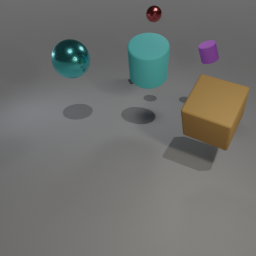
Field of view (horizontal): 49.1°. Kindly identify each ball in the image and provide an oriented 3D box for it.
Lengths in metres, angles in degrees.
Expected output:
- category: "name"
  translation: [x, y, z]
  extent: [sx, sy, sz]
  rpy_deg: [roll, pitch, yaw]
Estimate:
- category: "ball"
  translation: [1.153, -5.067, 12.446]
  extent: [0.700, 0.700, 0.700]
  rpy_deg: [0, 31, 0]
- category: "ball"
  translation: [-2.077, -2.508, 10.209]
  extent: [1.400, 1.400, 1.400]
  rpy_deg: [0, 31, 0]

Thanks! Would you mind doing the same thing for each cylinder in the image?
- category: "cylinder"
  translation: [0.717, -2.348, 9.855]
  extent: [1.400, 1.400, 1.400]
  rpy_deg: [-2, 54, 3]
- category: "cylinder"
  translation: [3.236, -3.042, 11.252]
  extent: [0.700, 0.700, 0.700]
  rpy_deg: [-17, 34, 12]

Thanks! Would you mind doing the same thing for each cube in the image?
- category: "cube"
  translation: [2.488, -0.446, 8.120]
  extent: [1.400, 1.400, 1.400]
  rpy_deg: [22, 67, 24]
